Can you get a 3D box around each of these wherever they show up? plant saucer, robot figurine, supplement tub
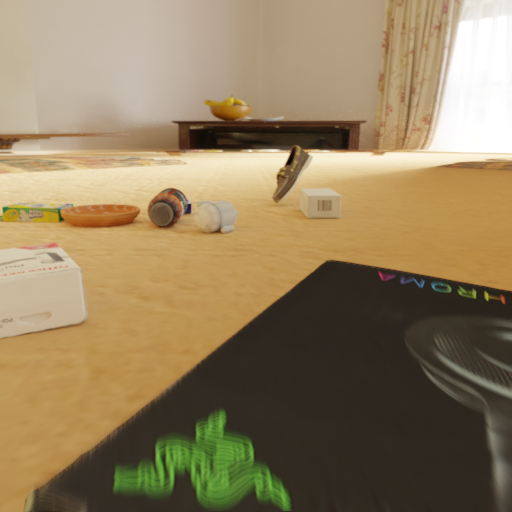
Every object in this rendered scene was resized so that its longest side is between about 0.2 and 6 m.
[{"bbox_3d":[-3.001,-0.777,10.862,1.487,0.278,1.487,1,13,0],"label":"plant saucer"},{"bbox_3d":[-0.726,-0.696,9.932,0.789,0.525,0.931,43,31,19],"label":"robot figurine"},{"bbox_3d":[-1.683,-0.897,10.553,0.644,0.644,1.203,0,15,2],"label":"supplement tub"}]

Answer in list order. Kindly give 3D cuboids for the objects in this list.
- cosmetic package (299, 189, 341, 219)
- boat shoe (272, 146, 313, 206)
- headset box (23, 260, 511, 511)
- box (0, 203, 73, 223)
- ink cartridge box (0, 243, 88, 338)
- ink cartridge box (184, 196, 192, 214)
[{"bbox_3d":[1.333,-1.126,11.880,0.694,0.487,1.368,0,13,-2],"label":"cosmetic package"},{"bbox_3d":[0.774,-1.950,13.458,0.651,0.540,1.814,-32,22,55],"label":"boat shoe"},{"bbox_3d":[0.741,0.858,1.582,1.912,1.019,2.196,12,15,20],"label":"headset box"},{"bbox_3d":[-4.434,-0.878,11.229,1.320,0.319,0.774,0,12,5],"label":"box"},{"bbox_3d":[-2.300,0.300,5.529,0.956,0.557,1.313,-10,18,-28],"label":"ink cartridge box"},{"bbox_3d":[-1.812,-1.098,12.247,0.722,0.285,1.452,-2,12,-11],"label":"ink cartridge box"}]
